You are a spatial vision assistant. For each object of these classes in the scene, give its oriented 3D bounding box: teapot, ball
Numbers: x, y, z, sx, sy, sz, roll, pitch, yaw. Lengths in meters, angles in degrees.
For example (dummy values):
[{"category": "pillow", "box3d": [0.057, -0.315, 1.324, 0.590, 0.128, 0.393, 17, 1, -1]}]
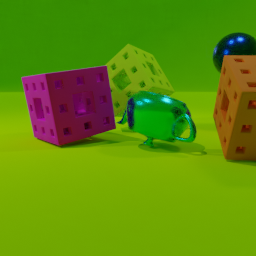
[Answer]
[{"category": "teapot", "box3d": [0.478, -0.145, 5.351, 1.246, 0.981, 2.004, 14, 4, -43]}, {"category": "ball", "box3d": [2.819, -1.876, 7.300, 1.177, 1.177, 1.177, 0, 8, 0]}]

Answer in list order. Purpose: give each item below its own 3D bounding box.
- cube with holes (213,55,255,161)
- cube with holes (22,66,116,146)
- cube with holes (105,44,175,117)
[{"category": "cube with holes", "box3d": [2.124, -0.330, 4.389, 1.200, 1.200, 1.200, 2, 37, 5]}, {"category": "cube with holes", "box3d": [-1.268, -0.535, 6.013, 1.345, 1.345, 1.345, -17, 16, -35]}, {"category": "cube with holes", "box3d": [0.182, -1.185, 7.549, 1.308, 1.308, 1.308, -36, -18, 27]}]
